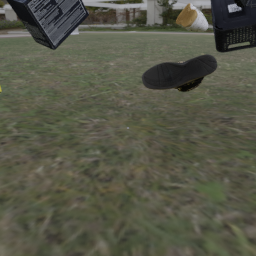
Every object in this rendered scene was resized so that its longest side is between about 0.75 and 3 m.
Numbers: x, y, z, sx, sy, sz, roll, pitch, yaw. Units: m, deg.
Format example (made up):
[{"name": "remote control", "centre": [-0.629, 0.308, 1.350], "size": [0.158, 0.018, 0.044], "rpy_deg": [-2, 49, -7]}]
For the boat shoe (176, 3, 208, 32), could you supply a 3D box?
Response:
[{"name": "boat shoe", "centre": [1.646, -2.719, 7.116], "size": [0.565, 0.577, 1.630], "rpy_deg": [28, 29, -15]}]

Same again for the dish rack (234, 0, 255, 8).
[{"name": "dish rack", "centre": [3.284, -3.590, 6.624], "size": [1.623, 0.577, 2.116], "rpy_deg": [23, -7, -42]}]

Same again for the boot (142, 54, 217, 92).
[{"name": "boot", "centre": [1.034, -1.043, 5.903], "size": [1.476, 0.540, 1.111], "rpy_deg": [-17, -6, 2]}]

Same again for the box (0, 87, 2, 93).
[{"name": "box", "centre": [-3.434, -1.632, 5.432], "size": [0.534, 2.208, 1.295], "rpy_deg": [-21, -8, 34]}]

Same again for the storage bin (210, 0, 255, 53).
[{"name": "storage bin", "centre": [3.166, -3.247, 8.304], "size": [1.245, 0.863, 1.841], "rpy_deg": [-6, 54, 17]}]

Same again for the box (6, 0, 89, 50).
[{"name": "box", "centre": [-2.137, -3.327, 7.616], "size": [0.974, 1.568, 1.581], "rpy_deg": [29, 71, 30]}]
